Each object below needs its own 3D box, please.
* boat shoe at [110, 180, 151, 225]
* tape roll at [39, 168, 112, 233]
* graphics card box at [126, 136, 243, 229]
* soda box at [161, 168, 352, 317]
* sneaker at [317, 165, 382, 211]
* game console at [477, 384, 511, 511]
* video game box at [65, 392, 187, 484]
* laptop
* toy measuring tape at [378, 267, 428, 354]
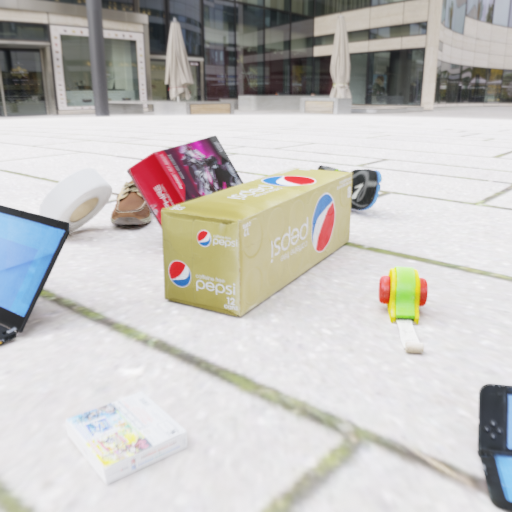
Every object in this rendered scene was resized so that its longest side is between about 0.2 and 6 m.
[{"bbox_3d":[-3.049,-1.405,13.861,1.005,0.953,2.653,-2,18,-5],"label":"boat shoe"},{"bbox_3d":[-3.948,-1.190,12.296,0.552,1.578,1.578,47,29,4],"label":"tape roll"},{"bbox_3d":[-1.239,-1.418,12.157,0.820,2.023,3.225,-28,6,23],"label":"graphics card box"},{"bbox_3d":[0.260,-0.501,10.127,1.457,1.541,4.551,10,20,27],"label":"soda box"},{"bbox_3d":[2.090,-1.780,14.531,1.196,1.024,2.887,8,2,-34],"label":"sneaker"},{"bbox_3d":[2.607,1.688,4.911,1.147,1.009,0.667,4,-10,10],"label":"game console"},{"bbox_3d":[-1.268,1.728,5.447,0.850,0.218,0.933,-11,21,-37],"label":"video game box"},{"bbox_3d":[-4.403,0.325,7.777,2.487,1.450,2.807,13,22,36],"label":"laptop"},{"bbox_3d":[2.144,0.633,8.021,0.761,0.761,2.068,2,18,7],"label":"toy measuring tape"}]
